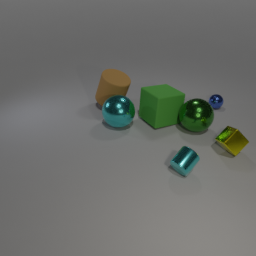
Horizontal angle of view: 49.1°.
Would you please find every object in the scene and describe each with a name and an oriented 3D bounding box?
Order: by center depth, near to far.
[{"bbox_3d":[1.837,1.063,9.062,0.700,0.700,0.700,29,69,41],"label":"cylinder"},{"bbox_3d":[3.727,0.446,10.061,0.700,0.700,0.700,-46,15,2],"label":"cube"},{"bbox_3d":[2.816,-0.520,11.511,1.400,1.400,1.400,0,29,0],"label":"ball"},{"bbox_3d":[-0.397,-0.704,11.811,1.400,1.400,1.400,0,29,0],"label":"ball"},{"bbox_3d":[1.446,-0.988,12.235,1.400,1.400,1.400,-12,31,-27],"label":"cube"},{"bbox_3d":[-0.724,-1.848,13.283,1.400,1.400,1.400,14,40,-12],"label":"cylinder"},{"bbox_3d":[4.261,-1.287,13.563,0.700,0.700,0.700,0,29,0],"label":"ball"}]
